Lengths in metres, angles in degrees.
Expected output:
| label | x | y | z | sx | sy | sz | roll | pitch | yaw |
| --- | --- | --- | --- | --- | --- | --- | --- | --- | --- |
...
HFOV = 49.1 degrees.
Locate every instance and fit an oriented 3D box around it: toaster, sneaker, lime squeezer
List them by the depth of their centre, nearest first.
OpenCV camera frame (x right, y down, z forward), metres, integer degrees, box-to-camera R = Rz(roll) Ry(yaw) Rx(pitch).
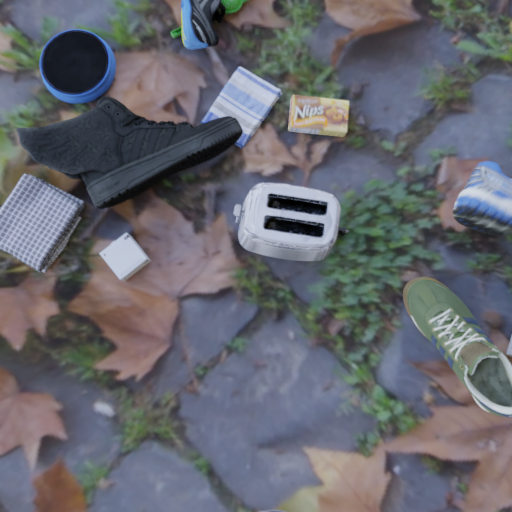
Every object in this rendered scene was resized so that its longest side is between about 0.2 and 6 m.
| label | x | y | z | sx | sy | sz | roll | pitch | yaw |
| --- | --- | --- | --- | --- | --- | --- | --- | --- | --- |
| sneaker | 4.019 | 1.694 | 10.595 | 1.042 | 1.395 | 3.108 | -34 | 84 | 2 |
| toaster | 0.727 | -0.626 | 10.869 | 2.319 | 1.498 | 1.317 | 10 | 84 | 1 |
| sneaker | 5.613 | -0.917 | 10.941 | 3.325 | 1.281 | 1.416 | 21 | 78 | -7 |
| sneaker | -2.471 | -2.418 | 11.225 | 4.030 | 1.210 | 2.102 | -27 | 89 | 0 |
| lime squeezer | -0.483 | -5.596 | 11.768 | 3.082 | 1.088 | 0.581 | -41 | 86 | 26 |
| sneaker | -1.113 | -5.312 | 11.800 | 0.918 | 0.786 | 2.216 | 1 | 74 | -11 |

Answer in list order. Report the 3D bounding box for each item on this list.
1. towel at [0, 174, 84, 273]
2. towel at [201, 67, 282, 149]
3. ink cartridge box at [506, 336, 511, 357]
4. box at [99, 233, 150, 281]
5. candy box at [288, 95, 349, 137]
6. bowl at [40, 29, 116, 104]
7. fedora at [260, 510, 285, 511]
| label | x | y | z | sx | sy | sz | roll | pitch | yaw |
| --- | --- | --- | --- | --- | --- | --- | --- | --- | --- |
| towel | -4.430 | -0.690 | 11.272 | 1.379 | 0.713 | 1.666 | 29 | 84 | 3 |
| towel | -0.310 | -3.154 | 11.851 | 1.117 | 0.181 | 1.521 | 33 | 84 | 5 |
| ink cartridge box | 5.626 | 1.547 | 11.087 | 0.905 | 0.521 | 1.240 | 21 | 83 | 2 |
| box | -2.638 | 0.030 | 11.309 | 0.698 | 0.459 | 0.702 | -38 | 84 | -4 |
| candy box | 1.305 | -2.925 | 11.720 | 1.205 | 0.333 | 0.696 | 5 | 83 | -2 |
| bowl | -3.808 | -4.048 | 11.894 | 1.593 | 0.313 | 1.593 | 0 | 83 | 0 |
| fedora | 0.436 | 5.943 | 10.277 | 2.061 | 1.052 | 2.331 | -20 | 83 | -2 |
